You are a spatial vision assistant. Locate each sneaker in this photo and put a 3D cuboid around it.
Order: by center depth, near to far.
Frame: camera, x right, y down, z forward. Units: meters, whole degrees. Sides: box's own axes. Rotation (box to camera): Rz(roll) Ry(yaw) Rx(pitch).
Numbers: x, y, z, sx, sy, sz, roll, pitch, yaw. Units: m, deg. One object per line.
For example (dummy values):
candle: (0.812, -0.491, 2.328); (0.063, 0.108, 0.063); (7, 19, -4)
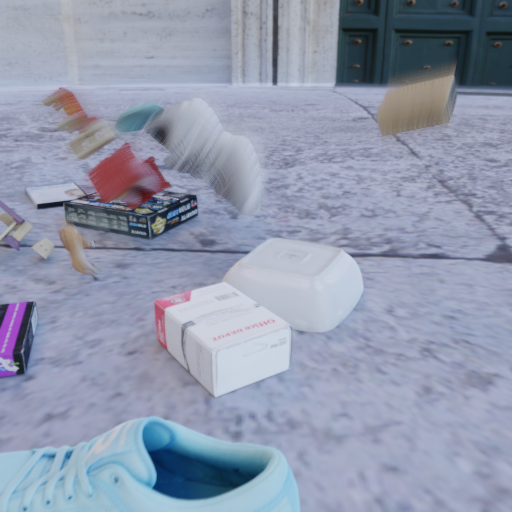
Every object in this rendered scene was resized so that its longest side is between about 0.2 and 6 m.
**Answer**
sneaker: (-1.003, 1.561, 4.021); (2.703, 1.108, 0.999); (2, 20, 5)
sneaker: (-0.948, -1.639, 9.882); (1.302, 1.186, 3.175); (-20, 44, -22)

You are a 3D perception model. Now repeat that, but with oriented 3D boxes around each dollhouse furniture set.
dollhouse furniture set: (-2.551, -1.926, 9.699); (0.872, 2.145, 1.154); (-33, -6, 9)
dollhouse furniture set: (-4.309, -0.117, 9.735); (1.107, 1.236, 1.559); (-51, 13, -13)

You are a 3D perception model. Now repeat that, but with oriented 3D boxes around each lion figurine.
lion figurine: (-2.631, -0.017, 8.299); (0.507, 0.828, 0.300); (-2, 12, 12)

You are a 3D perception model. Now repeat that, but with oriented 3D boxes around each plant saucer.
plant saucer: (-2.220, -2.645, 10.598); (0.979, 0.176, 0.979); (-22, -4, -2)

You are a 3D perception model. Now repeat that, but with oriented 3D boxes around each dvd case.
dvd case: (-4.614, -1.413, 13.002); (1.185, 0.146, 1.661); (-12, 24, -27)

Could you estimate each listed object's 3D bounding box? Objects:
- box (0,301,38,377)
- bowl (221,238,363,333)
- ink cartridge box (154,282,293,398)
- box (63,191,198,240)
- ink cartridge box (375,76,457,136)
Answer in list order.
box: (-3.605, 1.028, 6.463); (1.914, 0.345, 1.368); (-4, 21, -14)
bowl: (0.516, 0.301, 7.894); (1.820, 0.679, 1.818); (12, 25, 24)
ink cartridge box: (-0.399, 0.897, 6.431); (1.034, 0.602, 1.419); (-14, 24, -31)
box: (-2.492, -0.940, 11.298); (2.114, 0.486, 1.680); (10, 23, 24)
ink cartridge box: (2.328, -2.164, 8.097); (0.999, 0.375, 0.823); (-5, 36, 33)
